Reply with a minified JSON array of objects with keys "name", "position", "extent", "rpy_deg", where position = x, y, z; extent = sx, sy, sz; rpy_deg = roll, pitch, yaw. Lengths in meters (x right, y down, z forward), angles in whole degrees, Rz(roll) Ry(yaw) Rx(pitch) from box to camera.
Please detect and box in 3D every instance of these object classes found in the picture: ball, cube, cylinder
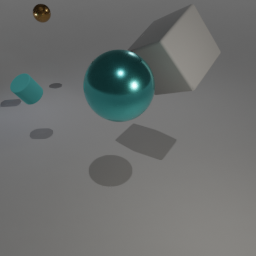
[{"name":"ball","position":[-0.172,-0.816,5.496],"extent":[1.400,1.400,1.400],"rpy_deg":[0,31,0]},{"name":"cube","position":[1.078,-1.810,6.788],"extent":[1.400,1.400,1.400],"rpy_deg":[-52,28,-22]},{"name":"ball","position":[-3.448,-4.593,11.210],"extent":[0.700,0.700,0.700],"rpy_deg":[0,31,0]},{"name":"cylinder","position":[-3.087,-1.185,8.564],"extent":[0.700,0.700,0.700],"rpy_deg":[-10,59,17]}]
